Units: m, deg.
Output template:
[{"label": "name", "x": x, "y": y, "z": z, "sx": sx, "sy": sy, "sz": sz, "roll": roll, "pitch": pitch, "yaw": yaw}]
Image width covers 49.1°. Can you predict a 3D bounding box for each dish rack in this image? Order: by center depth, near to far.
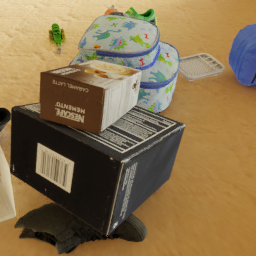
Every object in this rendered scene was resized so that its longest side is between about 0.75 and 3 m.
[{"label": "dish rack", "x": 2.386, "y": -2.068, "z": 9.615, "sx": 1.514, "sy": 0.330, "sz": 1.300, "roll": -15, "pitch": 44, "yaw": -17}]

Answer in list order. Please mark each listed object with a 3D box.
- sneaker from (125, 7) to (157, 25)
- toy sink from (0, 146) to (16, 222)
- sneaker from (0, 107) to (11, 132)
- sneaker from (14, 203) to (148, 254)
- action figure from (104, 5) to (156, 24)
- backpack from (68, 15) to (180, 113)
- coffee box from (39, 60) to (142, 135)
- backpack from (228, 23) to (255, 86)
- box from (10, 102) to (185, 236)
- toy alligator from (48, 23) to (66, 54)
[{"label": "sneaker", "x": -0.072, "y": -4.463, "z": 11.733, "sx": 2.739, "sy": 1.145, "sz": 1.014, "roll": -18, "pitch": 45, "yaw": -18}, {"label": "toy sink", "x": -3.412, "y": 1.154, "z": 5.247, "sx": 2.141, "sy": 1.199, "sz": 1.395, "roll": -15, "pitch": 43, "yaw": -17}, {"label": "sneaker", "x": -3.446, "y": -0.392, "z": 5.904, "sx": 1.116, "sy": 2.694, "sz": 0.955, "roll": -40, "pitch": 78, "yaw": 1}, {"label": "sneaker", "x": -0.843, "y": 1.820, "z": 4.959, "sx": 2.169, "sy": 0.651, "sz": 1.131, "roll": 17, "pitch": 44, "yaw": 24}, {"label": "action figure", "x": 0.108, "y": -3.665, "z": 10.486, "sx": 2.831, "sy": 1.481, "sz": 2.738, "roll": -31, "pitch": 67, "yaw": -14}, {"label": "backpack", "x": 0.000, "y": -1.774, "z": 7.908, "sx": 2.877, "sy": 2.114, "sz": 2.633, "roll": 13, "pitch": 47, "yaw": 6}, {"label": "coffee box", "x": -0.544, "y": -0.629, "z": 4.776, "sx": 1.046, "sy": 0.729, "sz": 1.829, "roll": 15, "pitch": 23, "yaw": 15}, {"label": "backpack", "x": 4.461, "y": -2.213, "z": 8.592, "sx": 2.346, "sy": 1.906, "sz": 1.968, "roll": 1, "pitch": 44, "yaw": 0}, {"label": "box", "x": -0.509, "y": 0.388, "z": 5.273, "sx": 2.309, "sy": 1.423, "sz": 2.290, "roll": 24, "pitch": 26, "yaw": 26}, {"label": "toy alligator", "x": -2.881, "y": -3.761, "z": 11.349, "sx": 0.647, "sy": 0.592, "sz": 2.182, "roll": -10, "pitch": 42, "yaw": -11}]
